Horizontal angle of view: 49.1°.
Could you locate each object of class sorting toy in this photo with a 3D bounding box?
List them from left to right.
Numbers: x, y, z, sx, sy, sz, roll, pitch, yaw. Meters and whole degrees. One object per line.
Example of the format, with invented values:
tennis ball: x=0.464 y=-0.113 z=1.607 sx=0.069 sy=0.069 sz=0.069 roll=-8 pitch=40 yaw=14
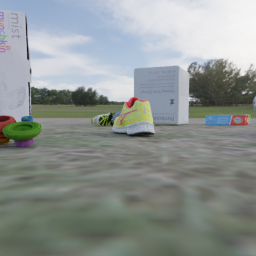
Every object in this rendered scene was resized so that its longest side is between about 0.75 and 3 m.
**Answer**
sorting toy: x=-1.433 y=0.088 z=3.580 sx=0.886 sy=0.364 sz=0.532 roll=15 pitch=26 yaw=31

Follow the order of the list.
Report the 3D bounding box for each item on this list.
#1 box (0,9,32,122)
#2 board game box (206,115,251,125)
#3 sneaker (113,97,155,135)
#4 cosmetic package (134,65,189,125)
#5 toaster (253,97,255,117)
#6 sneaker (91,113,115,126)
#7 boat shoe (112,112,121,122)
box: x=-3.584 y=-1.468 z=8.051 sx=1.448 sy=2.995 sz=2.642 roll=-2 pitch=4 yaw=-21
board game box: x=4.466 y=-0.369 z=12.383 sx=1.596 sy=0.421 sz=2.086 roll=1 pitch=3 yaw=30
sneaker: x=0.119 y=-0.250 z=5.746 sx=0.656 sy=0.758 sz=1.679 roll=-2 pitch=2 yaw=-20
cosmetic package: x=1.476 y=-1.322 z=12.043 sx=1.955 sy=2.336 sz=1.943 roll=1 pitch=2 yaw=23
toaster: x=2.931 y=-0.437 z=5.386 sx=1.134 sy=0.732 sz=0.644 roll=-36 pitch=25 yaw=-18
sneaker: x=-0.901 y=-0.345 z=10.869 sx=0.530 sy=0.523 sz=1.388 roll=2 pitch=1 yaw=27
boat shoe: x=0.036 y=-0.319 z=10.266 sx=0.510 sy=0.551 sz=1.493 roll=28 pitch=-24 yaw=-34
